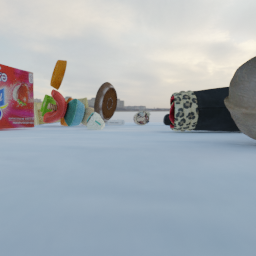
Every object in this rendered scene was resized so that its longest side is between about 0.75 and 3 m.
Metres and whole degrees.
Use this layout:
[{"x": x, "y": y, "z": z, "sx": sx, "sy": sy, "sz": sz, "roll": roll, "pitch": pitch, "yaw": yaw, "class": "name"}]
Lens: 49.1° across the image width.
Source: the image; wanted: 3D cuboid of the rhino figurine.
[{"x": 1.730, "y": -0.217, "z": 1.629, "sx": 2.362, "sy": 0.706, "sz": 1.033, "roll": 3, "pitch": 17, "yaw": 40, "class": "rhino figurine"}]

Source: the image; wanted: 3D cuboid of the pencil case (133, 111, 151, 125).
[{"x": 0.622, "y": -0.451, "z": 12.814, "sx": 0.724, "sy": 0.630, "sz": 1.619, "roll": -18, "pitch": 2, "yaw": -2, "class": "pencil case"}]

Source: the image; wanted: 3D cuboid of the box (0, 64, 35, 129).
[{"x": -3.122, "y": -0.601, "z": 5.257, "sx": 1.356, "sy": 1.299, "sz": 2.721, "roll": 0, "pitch": 1, "yaw": 17, "class": "box"}]

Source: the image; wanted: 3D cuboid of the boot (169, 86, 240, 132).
[{"x": 1.613, "y": -0.346, "z": 5.106, "sx": 1.749, "sy": 0.836, "sz": 2.316, "roll": -2, "pitch": 1, "yaw": 5, "class": "boot"}]

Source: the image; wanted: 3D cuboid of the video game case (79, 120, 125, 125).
[{"x": -1.247, "y": -0.275, "z": 13.582, "sx": 2.047, "sy": 0.266, "sz": 2.249, "roll": 0, "pitch": 2, "yaw": -4, "class": "video game case"}]

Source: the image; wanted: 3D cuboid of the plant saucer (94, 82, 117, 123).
[{"x": -0.613, "y": -0.739, "z": 8.370, "sx": 0.201, "sy": 1.253, "sz": 1.253, "roll": 12, "pitch": 6, "yaw": 22, "class": "plant saucer"}]

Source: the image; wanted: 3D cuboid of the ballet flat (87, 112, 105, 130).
[{"x": -0.713, "y": -0.107, "z": 6.239, "sx": 0.436, "sy": 0.436, "sz": 1.216, "roll": 0, "pitch": 4, "yaw": -6, "class": "ballet flat"}]

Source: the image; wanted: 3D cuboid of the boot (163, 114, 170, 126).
[{"x": 2.393, "y": -0.301, "z": 11.445, "sx": 1.537, "sy": 0.505, "sz": 1.267, "roll": 7, "pitch": 7, "yaw": 40, "class": "boot"}]

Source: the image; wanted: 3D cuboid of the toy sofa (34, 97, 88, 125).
[{"x": -3.148, "y": -0.780, "z": 13.176, "sx": 2.527, "sy": 1.046, "sz": 1.233, "roll": -8, "pitch": 3, "yaw": -22, "class": "toy sofa"}]

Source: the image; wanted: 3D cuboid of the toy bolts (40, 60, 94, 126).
[{"x": -1.931, "y": -0.982, "z": 9.925, "sx": 1.733, "sy": 2.387, "sz": 2.499, "roll": 16, "pitch": 14, "yaw": -23, "class": "toy bolts"}]
